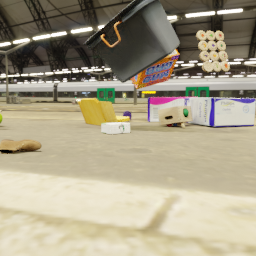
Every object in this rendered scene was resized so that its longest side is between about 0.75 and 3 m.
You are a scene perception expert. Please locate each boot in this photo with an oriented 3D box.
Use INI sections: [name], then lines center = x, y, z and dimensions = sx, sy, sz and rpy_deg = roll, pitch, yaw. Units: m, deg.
[boot]
center = -2.468, 0.468, 6.415
dimensions = 0.923, 0.340, 0.348
rpy_deg = 0, 32, -6

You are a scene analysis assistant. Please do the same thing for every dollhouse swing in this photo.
[dollhouse swing]
center = -1.047, -0.869, 13.361
dimensions = 1.612, 1.666, 1.833
rpy_deg = -30, 22, -33

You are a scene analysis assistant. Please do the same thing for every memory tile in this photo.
[memory tile]
center = 3.307, -2.977, 10.854
dimensions = 1.293, 1.687, 0.142
rpy_deg = -6, -7, -21

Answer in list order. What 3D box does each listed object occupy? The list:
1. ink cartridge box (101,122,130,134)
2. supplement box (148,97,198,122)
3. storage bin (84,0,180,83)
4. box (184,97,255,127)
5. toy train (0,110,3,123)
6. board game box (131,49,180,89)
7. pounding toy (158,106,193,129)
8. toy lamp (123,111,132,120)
[ink cartridge box]
center = -0.436, 0.000, 10.088
dimensions = 0.864, 0.365, 0.631
rpy_deg = -4, 7, -36
[supplement box]
center = 2.420, -1.007, 15.088
dimensions = 2.590, 1.311, 1.339
rpy_deg = 1, 6, 12
[storage bin]
center = 0.207, -2.792, 9.119
dimensions = 2.779, 1.866, 2.022
rpy_deg = -26, 16, 38
[box]
center = 4.195, -0.776, 13.086
dimensions = 2.225, 1.269, 2.419
rpy_deg = -2, 6, -20
[toy train]
center = -5.882, -0.481, 11.660
dimensions = 2.910, 1.232, 1.684
rpy_deg = 2, -7, 17
[board game box]
center = 1.038, -3.481, 14.105
dimensions = 1.945, 1.943, 1.944
rpy_deg = -18, -25, -20
[pounding toy]
center = 2.171, -0.421, 12.316
dimensions = 1.398, 0.994, 1.287
rpy_deg = -9, -2, 42
[toy lamp]
center = -0.034, -0.705, 16.060
dimensions = 0.546, 0.546, 1.877
rpy_deg = 0, 6, -1
